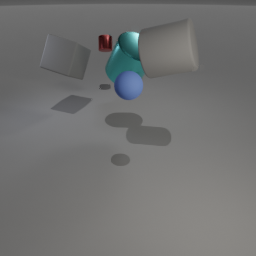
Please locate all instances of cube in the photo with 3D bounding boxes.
[{"bbox_3d":[-2.615,-2.965,11.871,1.400,1.400,1.400,20,8,14],"label":"cube"}]

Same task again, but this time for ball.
[{"bbox_3d":[0.014,-1.023,6.765,0.700,0.700,0.700,0,27,0],"label":"ball"}]

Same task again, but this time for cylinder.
[{"bbox_3d":[-1.140,-4.249,14.100,0.700,0.700,0.700,-1,1,0],"label":"cylinder"},{"bbox_3d":[1.156,-2.193,7.841,1.400,1.400,1.400,-6,24,22],"label":"cylinder"},{"bbox_3d":[0.065,-2.366,9.837,1.400,1.400,1.400,13,53,-18],"label":"cylinder"}]
